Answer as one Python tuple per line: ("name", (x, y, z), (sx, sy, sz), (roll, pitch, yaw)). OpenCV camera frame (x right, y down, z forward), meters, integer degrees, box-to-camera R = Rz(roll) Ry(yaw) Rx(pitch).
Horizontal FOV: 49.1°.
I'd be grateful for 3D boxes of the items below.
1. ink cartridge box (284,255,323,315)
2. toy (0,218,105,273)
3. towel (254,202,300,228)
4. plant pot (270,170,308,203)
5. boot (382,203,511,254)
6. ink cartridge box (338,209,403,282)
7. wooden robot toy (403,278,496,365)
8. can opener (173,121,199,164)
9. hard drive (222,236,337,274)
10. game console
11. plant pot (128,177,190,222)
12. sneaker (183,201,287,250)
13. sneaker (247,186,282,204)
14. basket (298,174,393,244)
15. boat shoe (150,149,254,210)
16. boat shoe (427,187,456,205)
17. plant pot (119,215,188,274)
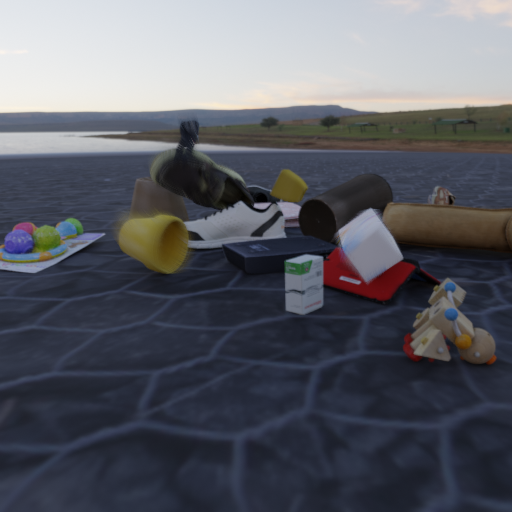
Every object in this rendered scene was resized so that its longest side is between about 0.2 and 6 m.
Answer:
("ink cartridge box", (0.696, 0.409, 8.091), (0.315, 0.758, 0.556), (8, 15, 40))
("toy", (-4.448, -0.351, 11.417), (1.599, 0.656, 2.777), (2, 14, 12))
("towel", (0.241, -1.137, 15.208), (2.280, 0.385, 2.387), (-2, 15, -11))
("plant pot", (0.710, -1.371, 11.410), (0.576, 0.563, 0.559), (32, 17, 11))
("boot", (4.260, -0.487, 11.143), (3.534, 1.169, 3.095), (7, 3, 23))
("ink cartridge box", (1.717, -0.204, 8.577), (0.653, 0.636, 1.015), (-35, 17, 15))
("wooden robot toy", (2.303, 0.966, 6.474), (0.876, 0.851, 1.931), (39, 22, 7))
("can opener", (-1.357, -2.233, 11.054), (0.393, 0.488, 1.240), (-1, 46, 6))
("hard drive", (0.455, -0.040, 10.632), (1.949, 0.412, 1.315), (-6, 15, -24))
("game console", (1.969, 0.423, 9.276), (1.590, 0.944, 1.371), (15, 51, 46))
("plant pot", (-2.280, -1.109, 13.016), (1.586, 1.376, 1.586), (0, 15, 0))
("sneaker", (-0.634, -0.699, 12.079), (2.609, 1.044, 0.962), (-1, 15, 0))
("sneaker", (-0.037, -1.935, 18.023), (1.610, 0.569, 0.798), (13, 13, 30))
("basket", (1.939, -0.987, 12.658), (1.880, 1.279, 1.695), (-23, -14, -44))
("boat shoe", (-1.001, -1.535, 11.852), (2.701, 0.989, 0.875), (7, 28, -49))
("boat shoe", (5.485, -1.564, 16.453), (0.683, 0.720, 1.902), (10, 26, 24))
("plant pot", (-1.878, -0.263, 10.013), (0.947, 1.007, 1.007), (12, 18, 27))
